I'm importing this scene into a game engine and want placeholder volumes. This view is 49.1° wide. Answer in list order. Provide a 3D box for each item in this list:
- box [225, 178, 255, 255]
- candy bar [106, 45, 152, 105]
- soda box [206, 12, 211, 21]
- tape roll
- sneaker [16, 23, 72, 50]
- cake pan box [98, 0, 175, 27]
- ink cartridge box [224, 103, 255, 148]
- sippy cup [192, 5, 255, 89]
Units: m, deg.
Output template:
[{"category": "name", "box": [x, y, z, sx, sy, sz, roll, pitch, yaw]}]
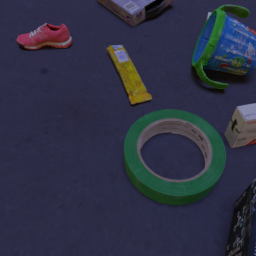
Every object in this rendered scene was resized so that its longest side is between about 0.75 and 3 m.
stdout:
[{"category": "box", "box": [2.690, 2.213, 5.404, 1.115, 1.546, 2.083, 19, 55, 13]}, {"category": "candy bar", "box": [-0.039, -1.884, 9.228, 0.708, 0.315, 2.840, -14, 54, -14]}, {"category": "soda box", "box": [3.155, -3.579, 10.357, 0.564, 0.528, 1.657, 10, 54, 7]}, {"category": "tape roll", "box": [1.156, 0.656, 7.160, 2.518, 0.605, 2.518, 0, 53, 0]}, {"category": "sneaker", "box": [-3.027, -3.360, 9.989, 1.975, 0.856, 0.728, -4, 53, -2]}, {"category": "cake pan box", "box": [0.352, -5.480, 11.545, 2.363, 0.671, 2.566, -38, 61, -15]}, {"category": "ink cartridge box", "box": [3.163, -0.074, 7.320, 0.873, 1.209, 0.506, -10, 54, -8]}, {"category": "sippy cup", "box": [3.217, -2.552, 8.892, 1.774, 2.420, 1.901, 19, 27, -2]}]
